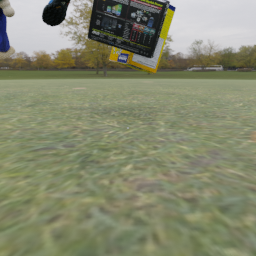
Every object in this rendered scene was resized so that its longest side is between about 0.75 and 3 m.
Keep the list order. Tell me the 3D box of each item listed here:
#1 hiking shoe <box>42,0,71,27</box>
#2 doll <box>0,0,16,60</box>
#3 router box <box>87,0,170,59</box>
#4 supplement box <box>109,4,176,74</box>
[{"bbox_3d":[-2.302,-4.370,9.657,0.766,0.893,2.060,29,-41,-24],"label":"hiking shoe"},{"bbox_3d":[-3.123,-2.916,6.241,0.673,2.778,1.895,-33,62,-30],"label":"doll"},{"bbox_3d":[-0.024,-3.199,8.300,2.149,1.610,0.668,19,33,4],"label":"router box"},{"bbox_3d":[0.491,-3.394,10.169,1.335,2.453,1.343,11,10,-36],"label":"supplement box"}]
